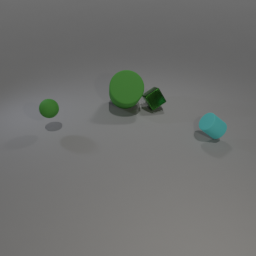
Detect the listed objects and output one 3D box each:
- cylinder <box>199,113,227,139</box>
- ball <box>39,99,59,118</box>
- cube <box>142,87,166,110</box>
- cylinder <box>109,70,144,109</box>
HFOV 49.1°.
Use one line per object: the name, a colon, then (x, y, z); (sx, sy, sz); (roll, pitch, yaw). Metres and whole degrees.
cylinder: (2.972, -0.075, 9.828); (0.700, 0.700, 0.700); (32, 19, -27)
ball: (-2.848, -0.703, 10.098); (0.700, 0.700, 0.700); (0, 30, 0)
cube: (1.108, -1.277, 12.051); (0.700, 0.700, 0.700); (-33, 17, -1)
cylinder: (-0.091, -1.582, 11.772); (1.400, 1.400, 1.400); (-3, -3, -4)
